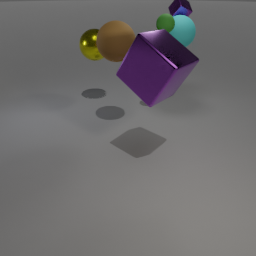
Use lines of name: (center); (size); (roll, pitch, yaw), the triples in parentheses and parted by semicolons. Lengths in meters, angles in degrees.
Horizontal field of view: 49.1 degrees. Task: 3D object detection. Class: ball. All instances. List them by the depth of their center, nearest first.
ball: (-0.417, -3.043, 9.873); (1.400, 1.400, 1.400); (0, 28, 0)
ball: (1.401, -3.891, 10.442); (0.700, 0.700, 0.700); (0, 28, 0)
ball: (2.254, -4.206, 12.296); (1.400, 1.400, 1.400); (0, 28, 0)
ball: (-1.507, -3.766, 12.705); (1.400, 1.400, 1.400); (0, 28, 0)

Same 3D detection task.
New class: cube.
cube: (0.811, -1.681, 7.755); (1.400, 1.400, 1.400); (45, 41, 13)
cube: (2.342, -5.309, 12.554); (0.700, 0.700, 0.700); (11, 55, -31)
